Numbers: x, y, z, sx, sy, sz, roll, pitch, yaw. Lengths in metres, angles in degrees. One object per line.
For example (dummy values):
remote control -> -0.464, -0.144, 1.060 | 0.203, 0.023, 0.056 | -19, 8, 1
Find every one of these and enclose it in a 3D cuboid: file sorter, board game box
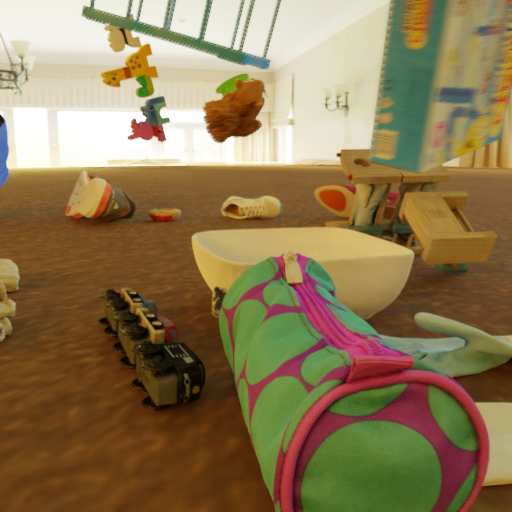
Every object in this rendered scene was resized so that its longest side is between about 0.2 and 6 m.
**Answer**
file sorter -> -0.657, -2.670, 5.725 | 1.695, 1.040, 1.176 | 19, 18, 8
board game box -> 2.583, -2.636, 7.153 | 0.748, 2.678, 2.622 | 23, 32, 36

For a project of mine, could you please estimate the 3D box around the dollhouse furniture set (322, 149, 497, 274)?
dollhouse furniture set -> 2.191, -0.382, 8.747 | 1.645, 1.654, 2.347 | -2, 41, -9

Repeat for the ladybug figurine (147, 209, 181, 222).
ladybug figurine -> -2.261, -1.002, 13.781 | 0.810, 0.291, 0.550 | 0, 12, 2

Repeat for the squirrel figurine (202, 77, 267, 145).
squirrel figurine -> -0.328, -2.458, 9.473 | 1.214, 0.859, 1.134 | -42, 6, -25

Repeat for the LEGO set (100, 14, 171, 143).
LEGO set -> -2.754, -3.692, 12.194 | 1.159, 2.824, 1.077 | -21, 24, -20

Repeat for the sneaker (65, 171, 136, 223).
sneaker -> -3.865, -1.291, 14.028 | 1.291, 1.215, 3.153 | 21, 3, -30

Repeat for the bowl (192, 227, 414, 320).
bowl -> 0.447, 0.209, 6.519 | 2.218, 0.828, 2.215 | -4, 12, -16

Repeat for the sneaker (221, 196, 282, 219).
sneaker -> -0.115, -1.159, 14.092 | 1.552, 0.594, 0.627 | 1, 25, 21

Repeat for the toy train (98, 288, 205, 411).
toy train -> -0.984, 0.717, 5.044 | 0.564, 0.420, 2.461 | -1, 12, -24

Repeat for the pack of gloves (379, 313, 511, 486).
pack of gloves -> 2.184, 0.826, 4.252 | 2.697, 0.532, 2.266 | -1, 11, -4

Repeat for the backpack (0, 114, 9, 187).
backpack -> -7.757, -2.354, 13.378 | 3.486, 2.925, 2.832 | -2, 31, -16

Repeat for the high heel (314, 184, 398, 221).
high heel -> 2.783, -1.434, 14.537 | 2.451, 0.826, 1.178 | 21, 29, 21

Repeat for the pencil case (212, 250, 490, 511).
pencil case -> 0.357, 0.686, 3.451 | 1.025, 1.113, 2.409 | -2, 13, -10

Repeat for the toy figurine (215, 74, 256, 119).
toy figurine -> -0.315, -3.223, 11.957 | 0.790, 0.968, 1.052 | -22, 31, 13

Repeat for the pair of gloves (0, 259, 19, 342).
pair of gloves -> -4.126, 0.434, 5.985 | 2.927, 0.603, 3.442 | -4, 13, -20
